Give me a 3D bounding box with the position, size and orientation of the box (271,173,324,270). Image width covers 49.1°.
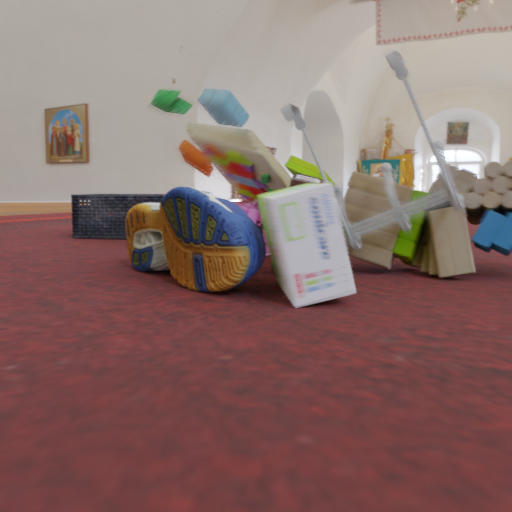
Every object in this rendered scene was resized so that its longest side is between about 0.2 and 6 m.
[{"bbox_3d":[0.572,-0.436,7.609,0.475,1.267,0.635,15,16,4],"label":"box"}]

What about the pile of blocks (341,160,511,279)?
[{"bbox_3d":[3.010,-0.468,7.583,3.925,1.611,1.220,-7,-13,23],"label":"pile of blocks"}]

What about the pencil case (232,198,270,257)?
[{"bbox_3d":[-0.643,-0.572,10.177,2.484,1.028,1.075,8,13,44],"label":"pencil case"}]

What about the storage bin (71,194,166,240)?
[{"bbox_3d":[-3.066,-0.947,13.193,2.202,1.032,1.488,1,7,11],"label":"storage bin"}]

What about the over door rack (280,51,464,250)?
[{"bbox_3d":[1.487,-1.279,6.993,1.530,2.071,0.690,-22,15,24],"label":"over door rack"}]

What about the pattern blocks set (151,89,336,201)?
[{"bbox_3d":[-0.081,-1.369,9.425,3.913,0.317,3.439,40,-15,-35],"label":"pattern blocks set"}]

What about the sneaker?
[{"bbox_3d":[-0.579,-0.300,7.239,1.410,1.204,3.199,-4,9,-30],"label":"sneaker"}]

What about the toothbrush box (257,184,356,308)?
[{"bbox_3d":[0.497,-0.183,6.147,0.665,1.125,1.545,-14,9,-4],"label":"toothbrush box"}]
